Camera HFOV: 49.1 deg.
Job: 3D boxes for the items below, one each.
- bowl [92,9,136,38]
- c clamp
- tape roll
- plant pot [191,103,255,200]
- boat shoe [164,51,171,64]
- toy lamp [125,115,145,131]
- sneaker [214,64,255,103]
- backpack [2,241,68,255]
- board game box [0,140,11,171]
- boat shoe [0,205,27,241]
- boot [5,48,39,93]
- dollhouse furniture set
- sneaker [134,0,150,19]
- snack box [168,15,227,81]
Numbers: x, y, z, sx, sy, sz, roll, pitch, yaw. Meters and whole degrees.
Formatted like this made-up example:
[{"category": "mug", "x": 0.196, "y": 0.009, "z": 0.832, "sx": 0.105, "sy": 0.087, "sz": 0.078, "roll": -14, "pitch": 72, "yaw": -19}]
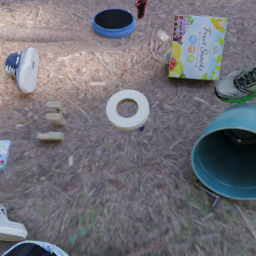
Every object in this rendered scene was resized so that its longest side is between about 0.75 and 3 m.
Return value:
[{"category": "bowl", "x": -0.778, "y": -5.933, "z": 15.721, "sx": 2.442, "sy": 0.479, "sz": 2.442, "roll": 0, "pitch": 51, "yaw": 0}, {"category": "c clamp", "x": 2.664, "y": 2.004, "z": 9.475, "sx": 1.068, "sy": 0.145, "sz": 0.913, "roll": 34, "pitch": 59, "yaw": 24}, {"category": "tape roll", "x": -0.014, "y": -0.547, "z": 8.386, "sx": 1.303, "sy": 0.238, "sz": 1.303, "roll": -2, "pitch": 64, "yaw": 5}, {"category": "plant pot", "x": 3.723, "y": 0.507, "z": 9.285, "sx": 2.695, "sy": 2.695, "sz": 2.532, "roll": 20, "pitch": 38, "yaw": 16}, {"category": "boat shoe", "x": 2.942, "y": -3.305, "z": 13.345, "sx": 2.424, "sy": 0.873, "sz": 0.752, "roll": 8, "pitch": 12, "yaw": 1}, {"category": "toy lamp", "x": 0.260, "y": -0.229, "z": 11.230, "sx": 0.267, "sy": 0.267, "sz": 0.916, "roll": -37, "pitch": 62, "yaw": -26}, {"category": "sneaker", "x": 4.097, "y": -1.688, "z": 8.821, "sx": 2.832, "sy": 1.206, "sz": 1.105, "roll": -22, "pitch": 69, "yaw": 18}, {"category": "backpack", "x": -2.600, "y": 4.155, "z": 6.628, "sx": 2.415, "sy": 2.276, "sz": 2.960, "roll": 25, "pitch": 79, "yaw": 21}, {"category": "board game box", "x": -4.869, "y": 1.011, "z": 10.231, "sx": 0.921, "sy": 0.223, "sz": 1.217, "roll": -3, "pitch": 50, "yaw": -2}, {"category": "boat shoe", "x": -4.240, "y": 2.678, "z": 8.397, "sx": 2.750, "sy": 0.960, "sz": 0.980, "roll": 7, "pitch": 55, "yaw": 10}, {"category": "boot", "x": -4.925, "y": -2.528, "z": 12.749, "sx": 1.300, "sy": 1.047, "sz": 2.878, "roll": -11, "pitch": 46, "yaw": 5}, {"category": "dollhouse furniture set", "x": -2.923, "y": -0.244, "z": 10.657, "sx": 0.886, "sy": 1.251, "sz": 1.362, "roll": 0, "pitch": 81, "yaw": -2}, {"category": "sneaker", "x": 0.514, "y": -5.158, "z": 11.892, "sx": 0.571, "sy": 1.197, "sz": 0.473, "roll": -8, "pitch": 62, "yaw": -17}, {"category": "snack box", "x": 3.023, "y": -3.512, "z": 12.442, "sx": 2.224, "sy": 2.637, "sz": 0.892, "roll": 6, "pitch": 12, "yaw": 4}]
